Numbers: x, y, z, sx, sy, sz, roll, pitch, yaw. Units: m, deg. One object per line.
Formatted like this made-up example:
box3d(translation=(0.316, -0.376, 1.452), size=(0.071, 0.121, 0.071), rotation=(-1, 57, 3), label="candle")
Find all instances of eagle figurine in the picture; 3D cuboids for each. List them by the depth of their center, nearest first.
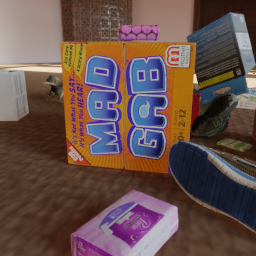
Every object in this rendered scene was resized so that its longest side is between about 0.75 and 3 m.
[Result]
box3d(translation=(-3.512, -2.160, 14.572), size=(1.548, 1.556, 2.051), rotation=(-35, 26, 50), label="eagle figurine")

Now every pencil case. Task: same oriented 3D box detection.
box3d(translation=(0.289, -2.590, 7.572), size=(1.071, 0.486, 0.502), rotation=(1, 14, -5), label="pencil case")

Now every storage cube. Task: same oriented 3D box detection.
box3d(translation=(2.707, -0.609, 9.850), size=(1.136, 1.328, 1.194), rotation=(-5, 11, -15), label="storage cube")

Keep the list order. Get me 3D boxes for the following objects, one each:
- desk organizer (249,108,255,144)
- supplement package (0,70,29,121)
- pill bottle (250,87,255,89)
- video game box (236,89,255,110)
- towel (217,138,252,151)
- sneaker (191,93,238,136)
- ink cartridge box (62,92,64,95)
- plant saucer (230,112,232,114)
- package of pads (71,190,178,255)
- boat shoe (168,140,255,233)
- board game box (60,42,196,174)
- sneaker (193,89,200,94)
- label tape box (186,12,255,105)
box3d(translation=(4.178, 0.251, 7.360), size=(0.963, 1.034, 2.685), rotation=(1, 17, 5), label="desk organizer")
box3d(translation=(-5.419, -1.322, 11.124), size=(2.384, 1.856, 1.322), rotation=(-1, 17, 0), label="supplement package")
box3d(translation=(6.778, -1.808, 14.607), size=(1.266, 0.703, 0.703), rotation=(-7, 14, 16), label="pill bottle")
box3d(translation=(5.970, -1.411, 13.470), size=(1.764, 0.453, 1.937), rotation=(8, 27, 30), label="video game box")
box3d(translation=(3.133, 0.485, 8.239), size=(0.637, 0.098, 0.835), rotation=(-15, 21, -40), label="towel")
box3d(translation=(2.703, -0.341, 8.426), size=(0.782, 1.972, 0.743), rotation=(18, 56, -14), label="sneaker")
box3d(translation=(-3.960, -2.289, 16.976), size=(1.045, 0.344, 1.436), rotation=(-3, 17, -10), label="ink cartridge box")
box3d(translation=(4.029, -0.699, 12.073), size=(0.891, 0.143, 0.891), rotation=(1, 17, 0), label="plant saucer")
box3d(translation=(0.017, 1.499, 4.033), size=(0.905, 0.568, 1.502), rotation=(12, 20, 34), label="package of pads")
box3d(translation=(1.947, 1.024, 5.143), size=(1.025, 1.023, 2.833), rotation=(-7, 27, -37), label="boat shoe")
box3d(translation=(0.237, -0.800, 7.541), size=(2.923, 2.922, 2.924), rotation=(4, 17, 12), label="board game box")
box3d(translation=(2.536, -1.129, 12.270), size=(1.302, 1.089, 2.868), rotation=(-5, 7, 5), label="sneaker")
box3d(translation=(2.886, -2.037, 8.621), size=(0.734, 2.318, 1.672), rotation=(-11, -2, -37), label="label tape box")
